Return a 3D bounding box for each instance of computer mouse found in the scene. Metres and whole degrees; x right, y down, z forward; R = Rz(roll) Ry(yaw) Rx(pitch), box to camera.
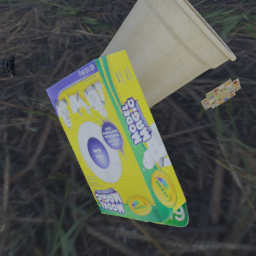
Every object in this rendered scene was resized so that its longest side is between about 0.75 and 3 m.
[{"bbox_3d":[-3.103,-1.582,7.189,0.214,0.561,0.810,0,12,-5],"label":"computer mouse"}]

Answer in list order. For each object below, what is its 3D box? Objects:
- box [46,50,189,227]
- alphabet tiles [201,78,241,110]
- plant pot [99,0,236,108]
[{"bbox_3d":[-0.191,0.400,4.480,0.674,2.785,1.634,-31,11,-38],"label":"box"},{"bbox_3d":[2.216,-0.792,6.672,0.971,0.808,0.031,-33,59,13],"label":"alphabet tiles"},{"bbox_3d":[0.582,-1.564,5.756,2.316,2.120,2.316,36,29,-24],"label":"plant pot"}]
